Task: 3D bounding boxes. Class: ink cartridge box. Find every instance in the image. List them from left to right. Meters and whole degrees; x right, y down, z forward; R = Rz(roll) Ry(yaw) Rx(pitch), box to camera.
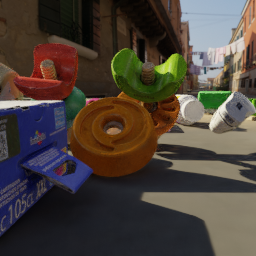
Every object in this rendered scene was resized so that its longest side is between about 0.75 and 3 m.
[{"bbox_3d":[-1.760,0.235,2.797,2.698,1.030,1.841,-1,8,7],"label":"ink cartridge box"}]

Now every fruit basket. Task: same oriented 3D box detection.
[{"bbox_3d":[4.639,-1.186,14.713,2.402,1.216,2.594,4,-7,25],"label":"fruit basket"}]

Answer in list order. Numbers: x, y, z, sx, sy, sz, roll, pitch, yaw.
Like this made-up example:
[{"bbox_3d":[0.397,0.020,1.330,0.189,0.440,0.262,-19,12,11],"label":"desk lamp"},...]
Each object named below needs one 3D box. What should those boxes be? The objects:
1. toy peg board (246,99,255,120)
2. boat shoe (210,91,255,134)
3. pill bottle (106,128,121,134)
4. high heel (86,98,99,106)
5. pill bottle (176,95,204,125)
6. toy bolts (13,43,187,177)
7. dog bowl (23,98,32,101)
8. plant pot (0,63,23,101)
[{"bbox_3d":[5.463,-0.820,11.780,1.702,0.836,1.709,-2,8,-12],"label":"toy peg board"},{"bbox_3d":[2.199,-0.285,5.908,0.582,0.638,1.772,-47,-8,36],"label":"boat shoe"},{"bbox_3d":[-0.657,-0.068,6.394,0.725,0.725,1.285,-6,9,-40],"label":"pill bottle"},{"bbox_3d":[-1.642,-0.919,12.169,1.217,0.854,2.532,8,5,-35],"label":"high heel"},{"bbox_3d":[1.909,-0.645,9.758,1.011,1.011,1.940,-1,7,-10],"label":"pill bottle"},{"bbox_3d":[-0.583,-0.056,5.144,2.866,1.988,2.738,11,50,10],"label":"toy bolts"},{"bbox_3d":[-4.951,-1.091,13.972,2.219,0.818,2.219,1,8,0],"label":"dog bowl"},{"bbox_3d":[-3.415,-0.595,4.790,2.783,2.606,2.606,12,7,0],"label":"plant pot"}]
